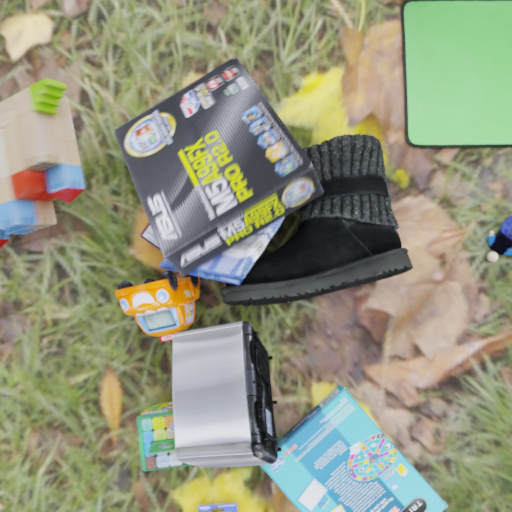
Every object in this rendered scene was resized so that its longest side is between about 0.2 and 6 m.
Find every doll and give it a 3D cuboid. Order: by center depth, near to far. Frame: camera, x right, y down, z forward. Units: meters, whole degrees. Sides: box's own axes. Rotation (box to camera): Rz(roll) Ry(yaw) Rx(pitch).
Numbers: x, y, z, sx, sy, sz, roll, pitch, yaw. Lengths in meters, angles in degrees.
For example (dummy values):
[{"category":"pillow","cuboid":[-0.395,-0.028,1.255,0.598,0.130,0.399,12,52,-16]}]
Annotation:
[{"category":"doll","cuboid":[4.568,-0.283,10.234,0.666,0.236,0.976,39,85,5]}]

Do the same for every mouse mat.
[{"category":"mouse mat","cuboid":[3.979,-3.488,10.652,2.388,0.112,2.968,0,85,0]}]

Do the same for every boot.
[{"category":"boot","cuboid":[0.823,-0.585,9.547,3.389,1.275,2.533,-13,79,-12]}]

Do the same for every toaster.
[{"category":"toaster","cuboid":[-0.429,2.248,8.807,1.332,2.246,2.031,-9,66,6]}]

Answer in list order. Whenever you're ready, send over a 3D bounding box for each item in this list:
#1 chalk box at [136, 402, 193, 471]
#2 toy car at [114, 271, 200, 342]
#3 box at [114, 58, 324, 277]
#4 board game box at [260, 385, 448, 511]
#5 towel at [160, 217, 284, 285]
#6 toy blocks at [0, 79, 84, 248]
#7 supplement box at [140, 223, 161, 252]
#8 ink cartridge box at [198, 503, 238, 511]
[{"category":"chalk box","cuboid":[-1.432,2.966,9.278,0.900,1.443,0.894,-7,84,-1]},{"category":"toy car","cuboid":[-0.497,0.641,9.424,3.430,1.682,1.141,-11,87,-2]},{"category":"box","cuboid":[-0.751,-1.591,9.239,2.579,0.713,3.220,-30,53,3]},{"category":"board game box","cuboid":[1.617,3.854,9.603,1.942,0.604,2.573,-41,85,-4]},{"category":"towel","cuboid":[-0.439,-0.461,9.304,1.591,0.258,2.167,10,49,27]},{"category":"toy blocks","cuboid":[-4.094,-1.321,9.409,3.147,1.572,2.151,-14,86,27]},{"category":"supplement box","cuboid":[-1.535,-0.578,10.042,0.524,0.665,1.015,34,84,4]},{"category":"ink cartridge box","cuboid":[-0.637,4.874,9.684,0.710,0.250,1.189,-3,87,-1]}]
